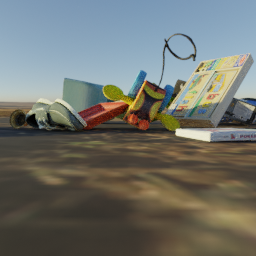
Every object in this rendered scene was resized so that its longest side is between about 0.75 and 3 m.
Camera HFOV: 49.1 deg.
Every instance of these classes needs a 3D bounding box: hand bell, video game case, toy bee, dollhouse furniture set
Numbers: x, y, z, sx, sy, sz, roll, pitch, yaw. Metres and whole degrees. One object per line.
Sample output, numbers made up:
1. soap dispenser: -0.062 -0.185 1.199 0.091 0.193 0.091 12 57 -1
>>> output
1. hand bell: -2.643 -0.149 7.483 0.504 0.504 0.968 1 -10 15
2. video game case: 1.445 0.085 4.269 1.070 0.135 1.175 -1 3 -12
3. toy bee: 0.268 -0.561 5.922 1.790 1.486 2.734 19 -27 15
4. dollhouse furniture set: 0.411 -0.371 9.873 2.430 1.219 1.592 -19 -30 35

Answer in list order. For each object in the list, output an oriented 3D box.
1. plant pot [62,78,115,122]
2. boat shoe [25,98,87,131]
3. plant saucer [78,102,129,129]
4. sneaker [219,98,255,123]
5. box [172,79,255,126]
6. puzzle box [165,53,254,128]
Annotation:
1. plant pot: -1.443 -1.015 11.466 1.826 1.793 1.788 8 5 22
2. boat shoe: -1.685 -0.170 6.293 0.700 0.826 2.267 -48 33 -20
3. plant saucer: -0.880 -0.313 7.268 1.463 0.269 1.465 -27 19 -34
4. sneaker: 4.180 -0.567 11.211 2.893 1.095 1.114 5 30 46
5. box: 3.113 -0.903 9.673 2.681 0.648 2.124 26 16 25
6. puzzle box: 2.134 -1.013 7.533 1.620 2.435 0.310 5 -38 51
